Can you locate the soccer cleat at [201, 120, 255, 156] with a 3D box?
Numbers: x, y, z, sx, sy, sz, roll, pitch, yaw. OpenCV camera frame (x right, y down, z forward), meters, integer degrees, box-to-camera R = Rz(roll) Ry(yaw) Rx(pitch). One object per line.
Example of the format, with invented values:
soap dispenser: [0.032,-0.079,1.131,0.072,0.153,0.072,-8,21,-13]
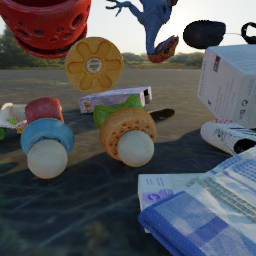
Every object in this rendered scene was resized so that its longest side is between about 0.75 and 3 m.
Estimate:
soccer cleat: [2.227,0.258,5.856,0.821,0.661,1.928,-6,19,-38]

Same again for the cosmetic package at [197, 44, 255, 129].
cosmetic package: [3.361,-1.274,8.209,1.757,1.755,2.130,-7,35,-11]

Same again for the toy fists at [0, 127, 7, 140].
toy fists: [-3.596,0.164,6.603,1.360,0.468,0.693,-6,8,-16]

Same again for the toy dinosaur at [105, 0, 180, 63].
toy dinosaur: [0.607,-2.069,4.758,1.135,1.961,2.161,1,8,28]

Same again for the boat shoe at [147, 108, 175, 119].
boat shoe: [1.094,-0.522,9.444,0.989,0.366,0.328,-5,21,-20]

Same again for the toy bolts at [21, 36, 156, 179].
toy bolts: [-0.814,-0.183,5.085,2.498,2.386,1.733,-20,33,-4]

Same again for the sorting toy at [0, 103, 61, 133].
sorting toy: [-2.608,-0.184,6.882,1.480,0.791,1.332,4,6,12]

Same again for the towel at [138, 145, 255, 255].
towel: [1.701,0.996,2.967,2.771,0.330,2.035,-14,35,-40]

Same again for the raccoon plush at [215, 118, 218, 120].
raccoon plush: [3.229,-0.353,9.116,0.853,0.571,0.413,28,-15,-24]

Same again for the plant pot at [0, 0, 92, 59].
plant pot: [-1.859,-2.717,6.278,2.068,2.068,1.883,-3,-22,-11]

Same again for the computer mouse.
computer mouse: [2.280,-2.082,6.341,2.275,0.667,0.387,-5,32,-16]

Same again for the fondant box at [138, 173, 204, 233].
fondant box: [0.798,0.941,3.688,1.261,0.367,0.910,-2,15,-3]

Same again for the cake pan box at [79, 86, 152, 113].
cake pan box: [-0.346,-1.127,10.784,2.413,0.631,2.222,-4,15,14]
